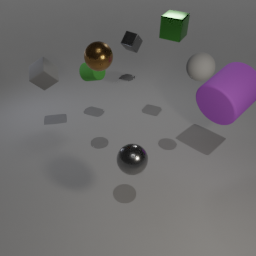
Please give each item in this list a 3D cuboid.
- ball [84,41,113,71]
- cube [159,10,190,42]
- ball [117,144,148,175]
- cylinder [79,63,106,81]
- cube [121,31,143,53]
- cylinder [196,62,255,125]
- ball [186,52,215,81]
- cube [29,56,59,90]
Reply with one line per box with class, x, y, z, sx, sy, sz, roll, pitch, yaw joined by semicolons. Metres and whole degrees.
ball;-0.709;-1.723;6.745;0.700;0.700;0.700;0;32;0
cube;1.453;-3.196;8.767;0.700;0.700;0.700;20;43;21
ball;0.096;0.696;6.229;0.700;0.700;0.700;0;32;0
cylinder;-1.309;-2.096;10.330;0.700;0.700;0.700;3;28;37
cube;0.186;-4.242;13.811;0.700;0.700;0.700;26;0;26
cylinder;3.012;-1.030;8.390;1.400;1.400;1.400;-38;46;-22
ball;1.797;-1.513;6.935;0.700;0.700;0.700;0;32;0
cube;-2.875;-1.853;9.564;0.700;0.700;0.700;-27;56;21
